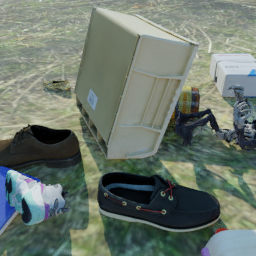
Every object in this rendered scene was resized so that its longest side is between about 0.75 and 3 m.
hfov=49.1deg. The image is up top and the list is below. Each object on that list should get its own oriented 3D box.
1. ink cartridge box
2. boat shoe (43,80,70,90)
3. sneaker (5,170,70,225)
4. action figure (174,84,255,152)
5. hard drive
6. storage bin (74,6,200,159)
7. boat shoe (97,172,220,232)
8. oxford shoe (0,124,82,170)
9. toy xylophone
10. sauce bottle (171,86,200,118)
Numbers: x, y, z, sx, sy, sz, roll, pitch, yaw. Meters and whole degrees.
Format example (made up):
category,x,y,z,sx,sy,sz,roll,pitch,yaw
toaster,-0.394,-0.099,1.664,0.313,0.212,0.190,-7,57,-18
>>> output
category,x,y,z,sx,sy,sz,roll,pitch,yaw
ink cartridge box,3.675,-1.817,9.435,1.397,0.814,1.933,1,34,2
boat shoe,-2.426,-1.513,9.443,0.984,0.310,0.359,11,35,15
sneaker,-1.563,1.184,5.058,0.999,0.555,1.428,2,22,-42
action figure,2.490,-0.200,6.584,2.740,1.398,1.628,3,23,7
hard drive,-2.433,1.367,5.160,0.957,0.184,1.451,15,39,13
storage bin,-0.125,-1.150,6.778,1.338,2.834,2.854,2,30,-29
boat shoe,0.542,1.270,5.005,2.241,0.702,0.820,6,34,7
oxford shoe,-2.261,0.324,6.103,2.379,1.004,0.864,-6,38,-6
toy xylophone,2.185,2.083,3.890,2.195,0.551,1.607,5,34,7
sauce bottle,0.539,-0.741,7.827,2.809,0.927,0.927,1,34,6
